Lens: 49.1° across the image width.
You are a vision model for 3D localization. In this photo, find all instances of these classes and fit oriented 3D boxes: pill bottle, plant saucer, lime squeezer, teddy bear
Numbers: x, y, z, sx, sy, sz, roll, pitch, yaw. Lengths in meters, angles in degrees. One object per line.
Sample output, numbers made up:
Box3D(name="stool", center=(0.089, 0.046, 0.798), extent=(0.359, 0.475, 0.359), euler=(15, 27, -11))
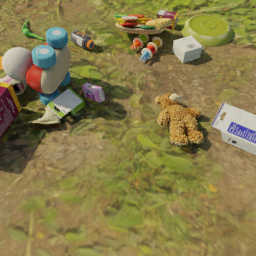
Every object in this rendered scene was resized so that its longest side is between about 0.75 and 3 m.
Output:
Box3D(name="pill bottle", center=(-2.221, -4.341, 13.893), extent=(1.205, 0.640, 0.640), euler=(33, 59, 23))
Box3D(name="plant saucer", center=(4.203, -5.268, 14.771), extent=(2.713, 0.422, 2.713), euler=(0, 51, 0))
Box3D(name="lime squeezer", center=(-5.228, -5.191, 14.728), extent=(0.765, 0.409, 2.167), euler=(-28, 56, -20))
Box3D(name="teddy bear", center=(1.960, -0.416, 10.647), extent=(1.882, 0.867, 2.596), euler=(4, 52, 0))

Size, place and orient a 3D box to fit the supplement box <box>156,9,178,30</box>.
Box3D(name="supplement box", center=(2.090, -5.809, 15.012), extent=(1.075, 0.704, 0.555), euler=(18, 54, 15))

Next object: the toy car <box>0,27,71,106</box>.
Box3D(name="toy car", center=(-3.863, -2.625, 11.154), extent=(2.697, 2.486, 2.385), euler=(15, 52, 2))

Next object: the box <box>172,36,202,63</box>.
Box3D(name="box", center=(2.833, -3.780, 13.429), extent=(1.010, 0.664, 1.015), euler=(-20, 54, -15))

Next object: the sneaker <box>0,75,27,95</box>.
Box3D(name="sneaker", center=(-4.666, -1.972, 11.911), extent=(1.004, 0.926, 2.277), euler=(28, 65, 19))

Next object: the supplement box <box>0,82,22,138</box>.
Box3D(name="supplement box", center=(-5.566, -0.388, 10.229), extent=(1.849, 1.457, 2.824), euler=(13, 53, 10))

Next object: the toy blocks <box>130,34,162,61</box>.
Box3D(name="toy blocks", center=(0.724, -3.883, 13.560), extent=(1.349, 0.588, 1.618), euler=(25, 56, 18))

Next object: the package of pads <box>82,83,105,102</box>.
Box3D(name="package of pads", center=(-1.397, -1.445, 11.423), extent=(0.978, 0.589, 0.370), euler=(23, 49, 38))

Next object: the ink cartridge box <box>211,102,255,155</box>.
Box3D(name="ink cartridge box", center=(4.615, 0.199, 10.342), extent=(2.937, 0.576, 1.461), euler=(27, 57, 18))

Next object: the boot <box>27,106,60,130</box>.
Box3D(name="boot", center=(-3.254, -0.415, 10.908), extent=(1.214, 0.438, 0.939), euler=(-3, 52, -10))

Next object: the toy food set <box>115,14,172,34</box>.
Box3D(name="toy food set", center=(0.659, -5.251, 14.080), extent=(2.643, 0.649, 2.670), euler=(-15, 34, -29))

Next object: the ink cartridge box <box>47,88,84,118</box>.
Box3D(name="ink cartridge box", center=(-2.484, -0.911, 11.217), extent=(0.883, 0.453, 1.195), euler=(41, 67, 16))
